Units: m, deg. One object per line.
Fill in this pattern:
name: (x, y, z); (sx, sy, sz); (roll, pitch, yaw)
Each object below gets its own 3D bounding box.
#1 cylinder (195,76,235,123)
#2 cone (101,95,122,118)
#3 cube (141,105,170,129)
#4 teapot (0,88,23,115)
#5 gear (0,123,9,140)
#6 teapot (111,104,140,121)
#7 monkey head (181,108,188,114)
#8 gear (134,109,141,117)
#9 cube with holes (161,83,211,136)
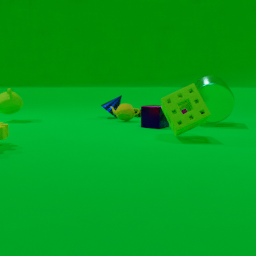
cylinder: (2.831, -1.001, 9.533); (1.338, 1.338, 1.338); (2, 21, 11)
cone: (-0.509, -1.001, 11.417); (0.866, 0.869, 0.866); (38, 4, -3)
cube: (0.888, -0.376, 9.094); (0.703, 0.703, 0.703); (6, 11, 35)
teapot: (-4.451, -0.954, 10.437); (0.943, 0.742, 1.516); (-14, -21, -33)
gear: (-3.442, 0.105, 6.122); (1.509, 0.279, 1.509); (0, 8, 0)
teapot: (-0.131, -0.626, 10.395); (1.145, 0.560, 0.712); (3, -29, 4)
monkey head: (2.701, -1.013, 11.506); (1.198, 1.431, 1.988); (-22, 16, 35)
gear: (0.731, -0.649, 12.259); (1.276, 0.236, 1.276); (0, 9, 0)
cube with holes: (1.426, -0.425, 7.081); (0.875, 0.875, 0.875); (-25, -13, 2)
